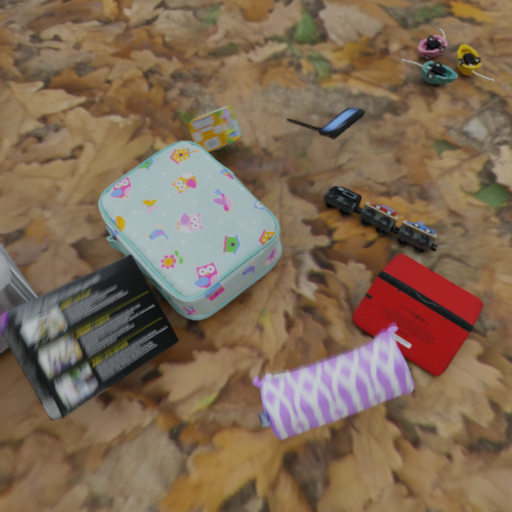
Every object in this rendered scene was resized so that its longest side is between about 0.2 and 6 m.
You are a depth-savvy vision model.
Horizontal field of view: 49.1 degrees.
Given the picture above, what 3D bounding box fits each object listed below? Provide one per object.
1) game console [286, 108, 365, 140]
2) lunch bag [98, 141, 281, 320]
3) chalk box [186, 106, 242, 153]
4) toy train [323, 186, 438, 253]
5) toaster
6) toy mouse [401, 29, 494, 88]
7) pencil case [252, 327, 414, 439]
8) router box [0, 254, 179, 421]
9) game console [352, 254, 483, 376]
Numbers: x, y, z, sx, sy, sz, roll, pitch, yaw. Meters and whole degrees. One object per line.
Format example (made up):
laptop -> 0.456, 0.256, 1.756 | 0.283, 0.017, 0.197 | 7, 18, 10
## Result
game console -> 1.078, -2.206, 8.853 | 0.928, 1.055, 0.614 | -39, 106, 7
lunch bag -> -1.248, -0.492, 10.051 | 2.446, 1.176, 3.050 | -40, 65, -12
chalk box -> -0.785, -2.577, 11.342 | 0.711, 0.706, 1.139 | -15, 18, 21
toy train -> 2.394, -0.726, 10.709 | 2.349, 0.401, 0.538 | 29, 52, 17
toaster -> -5.182, 0.730, 9.087 | 2.568, 1.685, 2.840 | -36, 66, -18
toy mouse -> 4.156, -4.440, 12.851 | 1.793, 0.390, 2.018 | -10, 60, -6
pencil case -> 1.098, 1.828, 7.984 | 2.224, 0.934, 0.951 | -20, 82, 2
router box -> -2.466, 1.154, 8.533 | 2.237, 0.571, 1.669 | -30, 92, -44
game console -> 2.837, 0.978, 9.823 | 1.767, 1.049, 1.523 | 33, 96, 18
